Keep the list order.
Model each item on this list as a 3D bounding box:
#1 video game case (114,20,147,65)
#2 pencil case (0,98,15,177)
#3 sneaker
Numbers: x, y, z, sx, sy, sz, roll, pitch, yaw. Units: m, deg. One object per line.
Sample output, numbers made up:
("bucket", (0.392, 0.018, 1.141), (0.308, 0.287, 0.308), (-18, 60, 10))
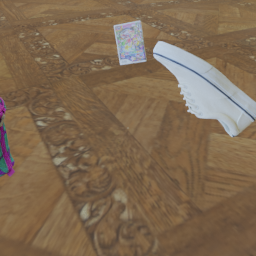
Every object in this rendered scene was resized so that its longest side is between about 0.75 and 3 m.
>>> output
("video game case", (0.080, -2.941, 9.744), (0.972, 1.357, 0.122), (-4, 17, 18))
("pencil case", (-2.209, 0.175, 4.532), (0.628, 1.359, 0.578), (15, 37, 9))
("sneaker", (1.525, -0.706, 5.707), (2.683, 0.950, 0.980), (33, 10, -12))
